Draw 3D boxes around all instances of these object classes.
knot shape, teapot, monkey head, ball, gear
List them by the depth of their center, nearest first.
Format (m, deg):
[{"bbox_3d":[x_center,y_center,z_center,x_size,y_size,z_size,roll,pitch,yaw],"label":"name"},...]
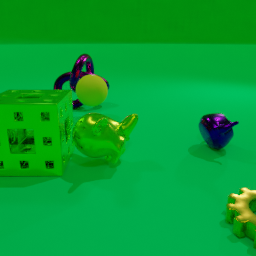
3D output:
[{"bbox_3d":[1.789,1.090,3.445,1.101,0.204,1.101,-1,18,0],"label":"gear"},{"bbox_3d":[-0.422,0.028,5.041,0.967,1.154,1.604,38,-15,-15],"label":"monkey head"},{"bbox_3d":[1.850,0.022,5.712,0.610,0.775,1.247,-26,-4,-3],"label":"teapot"},{"bbox_3d":[-1.009,-1.042,7.815,0.879,0.879,0.879,0,18,0],"label":"ball"},{"bbox_3d":[-1.451,-1.535,8.871,1.784,1.670,0.824,-17,48,-25],"label":"knot shape"}]

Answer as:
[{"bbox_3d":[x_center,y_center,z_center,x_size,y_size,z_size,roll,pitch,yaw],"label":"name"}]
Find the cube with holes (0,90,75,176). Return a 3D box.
[{"bbox_3d":[-1.724,0.027,5.101,1.247,1.247,1.247,0,18,-1],"label":"cube with holes"}]
